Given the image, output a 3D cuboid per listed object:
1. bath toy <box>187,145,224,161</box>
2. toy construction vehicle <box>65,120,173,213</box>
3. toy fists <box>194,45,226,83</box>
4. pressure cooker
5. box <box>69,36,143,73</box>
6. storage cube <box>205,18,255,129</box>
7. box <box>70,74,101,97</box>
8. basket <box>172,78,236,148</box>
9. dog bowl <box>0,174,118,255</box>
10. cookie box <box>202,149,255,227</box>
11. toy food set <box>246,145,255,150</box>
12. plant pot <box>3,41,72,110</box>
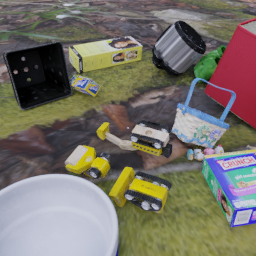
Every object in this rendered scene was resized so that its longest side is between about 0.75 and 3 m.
[{"bbox_3d":[1.816,0.565,6.454,0.869,0.321,0.378,-6,38,-9],"label":"bath toy"},{"bbox_3d":[-0.007,0.745,5.965,2.244,0.790,1.954,13,48,22],"label":"toy construction vehicle"},{"bbox_3d":[2.898,-2.251,9.893,0.684,1.013,1.988,45,42,-7],"label":"toy fists"},{"bbox_3d":[1.694,-2.710,9.959,1.512,1.720,1.536,32,39,-19],"label":"pressure cooker"},{"bbox_3d":[-0.856,-2.960,11.127,2.767,0.693,1.042,-19,47,-25],"label":"box"},{"bbox_3d":[3.751,-1.485,7.452,2.025,2.129,2.369,-31,62,-36],"label":"storage cube"},{"bbox_3d":[-1.380,-1.341,8.750,1.241,0.435,0.399,24,81,51],"label":"box"},{"bbox_3d":[1.762,-0.312,6.426,1.261,1.430,0.994,14,10,-26],"label":"basket"},{"bbox_3d":[-1.251,1.774,4.210,2.231,0.879,2.231,0,35,0],"label":"dog bowl"},{"bbox_3d":[2.281,1.103,5.473,1.224,0.537,1.430,-7,35,-7],"label":"cookie box"},{"bbox_3d":[3.150,0.647,6.493,0.863,0.136,0.549,21,40,27],"label":"toy food set"},{"bbox_3d":[-2.952,-1.753,8.770,1.693,1.689,1.502,-22,30,-29],"label":"plant pot"}]
